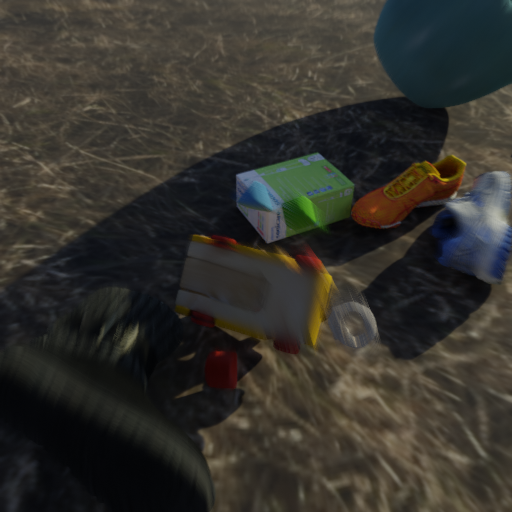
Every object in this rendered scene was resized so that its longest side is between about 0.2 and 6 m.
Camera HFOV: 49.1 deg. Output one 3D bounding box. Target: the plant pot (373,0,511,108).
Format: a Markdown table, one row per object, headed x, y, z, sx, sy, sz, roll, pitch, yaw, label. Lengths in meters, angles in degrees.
| x | y | z | sx | sy | sz | roll | pitch | yaw | label |
| --- | --- | --- | --- | --- | --- | --- | --- | --- | --- |
| 4.201 | -4.799 | 11.782 | 3.458 | 2.775 | 3.458 | 23 | 52 | -33 | plant pot |

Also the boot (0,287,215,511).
| x | y | z | sx | sy | sz | roll | pitch | yaw | label |
| --- | --- | --- | --- | --- | --- | --- | --- | --- | --- |
| -1.271 | 1.438 | 6.104 | 2.731 | 1.028 | 2.042 | 34 | 25 | 10 | boot |

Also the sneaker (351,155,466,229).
| x | y | z | sx | sy | sz | roll | pitch | yaw | label |
| --- | --- | --- | --- | --- | --- | --- | --- | --- | --- |
| 2.521 | -1.141 | 9.417 | 2.306 | 0.890 | 0.842 | -26 | 50 | -25 | sneaker |

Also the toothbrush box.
| x | y | z | sx | sy | sz | roll | pitch | yaw | label |
| --- | --- | --- | --- | --- | --- | --- | --- | --- | --- |
| 0.631 | -1.006 | 9.385 | 1.621 | 0.698 | 1.180 | -18 | 44 | -21 | toothbrush box |

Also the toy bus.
| x | y | z | sx | sy | sz | roll | pitch | yaw | label |
| --- | --- | --- | --- | --- | --- | --- | --- | --- | --- |
| 0.170 | 0.470 | 7.040 | 2.160 | 1.183 | 2.290 | -33 | 74 | 16 | toy bus |

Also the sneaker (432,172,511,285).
| x | y | z | sx | sy | sz | roll | pitch | yaw | label |
| --- | --- | --- | --- | --- | --- | --- | --- | --- | --- |
| 3.331 | -0.615 | 8.718 | 1.065 | 0.963 | 2.500 | 9 | 38 | 16 | sneaker |
